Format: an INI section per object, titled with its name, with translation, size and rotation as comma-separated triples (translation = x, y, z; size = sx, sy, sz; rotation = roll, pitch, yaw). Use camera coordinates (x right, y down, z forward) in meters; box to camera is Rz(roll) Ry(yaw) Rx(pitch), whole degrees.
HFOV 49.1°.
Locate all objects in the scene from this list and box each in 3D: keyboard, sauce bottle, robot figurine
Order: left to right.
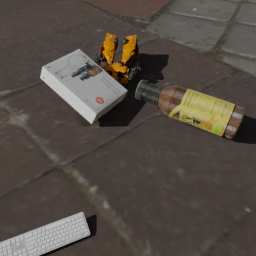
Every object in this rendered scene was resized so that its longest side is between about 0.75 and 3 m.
[keyboard]
translation = -1.472, 1.932, 4.829
size = 1.584, 0.084, 0.446
rotation = -16, 63, -18
[robot figurine]
translation = -0.294, -2.176, 8.846
size = 1.522, 0.611, 2.100
rotation = 5, 55, 4
[sauce bottle]
translation = 1.468, -0.545, 6.955
size = 2.625, 0.849, 0.849
rotation = 22, 47, 18

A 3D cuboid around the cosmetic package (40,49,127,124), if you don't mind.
[cosmetic package]
translation = -1.137, -1.154, 7.428
size = 1.854, 0.479, 1.398
rotation = 41, 50, 6
